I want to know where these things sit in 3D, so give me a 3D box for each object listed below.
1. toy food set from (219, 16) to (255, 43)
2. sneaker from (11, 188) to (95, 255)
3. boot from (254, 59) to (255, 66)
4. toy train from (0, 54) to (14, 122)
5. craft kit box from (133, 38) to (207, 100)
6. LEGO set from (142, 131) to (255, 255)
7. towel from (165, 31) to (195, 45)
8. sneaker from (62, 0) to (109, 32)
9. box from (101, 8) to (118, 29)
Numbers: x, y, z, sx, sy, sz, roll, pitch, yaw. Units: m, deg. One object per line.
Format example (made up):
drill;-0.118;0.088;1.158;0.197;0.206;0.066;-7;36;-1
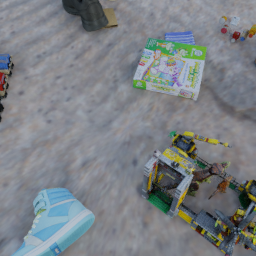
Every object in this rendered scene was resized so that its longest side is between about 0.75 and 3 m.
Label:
toy food set;3.647;-3.313;9.517;1.300;0.620;0.585;27;57;15
sneaker;-1.733;1.927;5.503;1.878;0.747;1.226;-30;60;-32
boot;5.268;-2.514;8.531;2.538;1.230;0.948;-12;54;-9
toy train;-3.684;-1.253;7.968;0.453;0.608;2.655;-4;53;-4
craft kit box;1.301;-1.841;8.475;1.903;0.468;1.927;13;58;7
LEGO set;1.614;1.023;5.592;2.181;1.643;2.837;-36;61;-24
towel;1.797;-2.809;9.432;0.992;0.163;1.370;-2;53;-1
sneaker;-1.663;-4.684;10.038;1.137;1.359;2.994;-32;53;-13
box;-0.916;-4.073;10.410;0.939;0.122;1.149;-9;53;-6
